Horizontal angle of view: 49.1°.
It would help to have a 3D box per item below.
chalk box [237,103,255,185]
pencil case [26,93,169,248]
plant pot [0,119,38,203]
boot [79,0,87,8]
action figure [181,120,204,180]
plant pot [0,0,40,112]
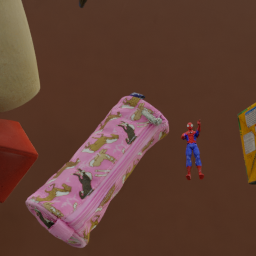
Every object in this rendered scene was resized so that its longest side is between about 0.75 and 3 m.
[{"bbox_3d":[3.552,0.257,5.121,2.401,1.499,1.488,7,66,-15],"label":"chalk box"},{"bbox_3d":[-0.383,0.593,4.556,1.106,1.156,2.671,30,57,17],"label":"pencil case"},{"bbox_3d":[-2.942,0.539,5.792,1.357,1.197,1.359,-51,52,7],"label":"plant pot"},{"bbox_3d":[-1.295,-3.726,7.903,0.289,0.375,0.774,14,45,-27],"label":"boot"},{"bbox_3d":[1.114,0.291,4.859,0.354,0.537,1.085,-5,53,11],"label":"action figure"},{"bbox_3d":[-3.228,-1.821,6.299,2.598,2.774,2.598,-14,34,10],"label":"plant pot"}]
